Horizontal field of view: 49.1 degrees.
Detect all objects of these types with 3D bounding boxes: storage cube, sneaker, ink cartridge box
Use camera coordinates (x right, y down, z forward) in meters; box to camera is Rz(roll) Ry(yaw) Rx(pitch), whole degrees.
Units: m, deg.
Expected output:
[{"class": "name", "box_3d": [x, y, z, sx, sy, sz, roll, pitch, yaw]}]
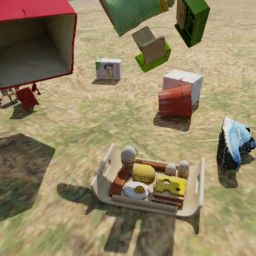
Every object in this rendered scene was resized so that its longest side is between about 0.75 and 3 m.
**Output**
[{"class": "storage cube", "box_3d": [-2.658, -2.510, 6.991, 2.289, 1.957, 2.058, -18, 61, -26]}, {"class": "sneaker", "box_3d": [2.754, 0.343, 6.978, 0.906, 0.789, 2.014, 13, 33, 15]}, {"class": "ink cartridge box", "box_3d": [-0.801, -2.474, 11.762, 1.054, 0.766, 0.461, 3, 31, 6]}]

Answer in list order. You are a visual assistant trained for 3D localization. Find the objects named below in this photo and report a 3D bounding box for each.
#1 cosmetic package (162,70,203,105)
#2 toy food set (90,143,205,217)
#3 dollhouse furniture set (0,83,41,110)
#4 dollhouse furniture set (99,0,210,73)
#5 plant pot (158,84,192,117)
[{"class": "cosmetic package", "box_3d": [1.888, -1.400, 9.783, 1.108, 0.914, 0.913, 19, 35, 29]}, {"class": "toy food set", "box_3d": [0.500, 0.967, 5.992, 2.192, 0.662, 1.573, 7, 31, 12]}, {"class": "dollhouse furniture set", "box_3d": [-3.923, -0.986, 9.507, 1.745, 0.710, 0.939, -19, 32, 1]}, {"class": "dollhouse furniture set", "box_3d": [0.374, -2.713, 6.056, 1.599, 1.225, 2.441, -28, 73, 1]}, {"class": "plant pot", "box_3d": [1.472, -0.828, 8.836, 1.000, 1.028, 1.028, -4, 30, 9]}]
